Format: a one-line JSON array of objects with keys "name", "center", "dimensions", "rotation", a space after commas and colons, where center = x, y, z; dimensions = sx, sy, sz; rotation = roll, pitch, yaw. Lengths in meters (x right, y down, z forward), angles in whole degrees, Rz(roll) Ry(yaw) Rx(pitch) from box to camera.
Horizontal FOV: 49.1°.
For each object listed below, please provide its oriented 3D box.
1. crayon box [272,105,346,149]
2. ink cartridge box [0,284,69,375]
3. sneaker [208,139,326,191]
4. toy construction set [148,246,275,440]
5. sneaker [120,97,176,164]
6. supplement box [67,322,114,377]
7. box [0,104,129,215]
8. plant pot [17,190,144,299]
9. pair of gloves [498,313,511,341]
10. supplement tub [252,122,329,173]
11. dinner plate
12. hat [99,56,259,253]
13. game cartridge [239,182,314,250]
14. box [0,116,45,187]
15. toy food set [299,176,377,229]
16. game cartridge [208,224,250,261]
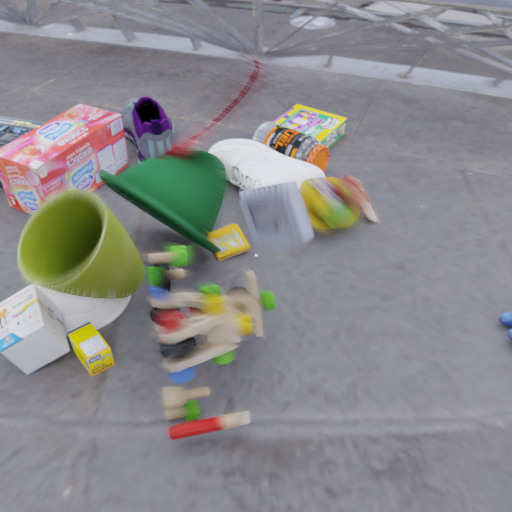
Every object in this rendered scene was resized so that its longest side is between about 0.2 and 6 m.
[{"name": "crayon box", "center": [1.190, -3.014, 13.602], "dimensions": [1.433, 0.484, 1.660], "rotation": [24, 45, 24]}, {"name": "ink cartridge box", "center": [-3.356, 1.079, 8.345], "dimensions": [0.723, 0.711, 0.983], "rotation": [-31, 45, -5]}, {"name": "sneaker", "center": [-0.065, -1.545, 11.446], "dimensions": [2.677, 0.986, 1.547], "rotation": [17, 40, 18]}, {"name": "toy construction set", "center": [-0.450, 1.133, 7.561], "dimensions": [1.765, 1.916, 2.297], "rotation": [-7, 78, -14]}, {"name": "sneaker", "center": [-2.493, -3.284, 13.161], "dimensions": [1.241, 1.460, 3.335], "rotation": [-15, 42, -17]}, {"name": "supplement box", "center": [-2.471, 1.388, 8.372], "dimensions": [0.382, 0.384, 0.702], "rotation": [-27, 46, -27]}, {"name": "box", "center": [-3.982, -2.016, 11.770], "dimensions": [1.211, 1.313, 2.558], "rotation": [19, 44, 21]}, {"name": "plant pot", "center": [-2.365, 0.033, 8.207], "dimensions": [1.446, 1.546, 1.446], "rotation": [-9, 64, 19]}, {"name": "pair of gloves", "center": [5.237, 1.445, 7.874], "dimensions": [2.666, 0.378, 3.316], "rotation": [-10, 31, -1]}, {"name": "supplement tub", "center": [0.750, -2.277, 12.330], "dimensions": [1.597, 0.978, 0.978], "rotation": [26, 46, 29]}, {"name": "dinner plate", "center": [-3.026, 0.633, 9.441], "dimensions": [1.807, 0.219, 1.807], "rotation": [1, 40, -1]}, {"name": "hat", "center": [-0.914, -1.687, 9.605], "dimensions": [2.895, 2.398, 2.548], "rotation": [27, 83, 45]}, {"name": "game cartridge", "center": [0.249, -0.498, 7.293], "dimensions": [0.259, 0.845, 1.269], "rotation": [-22, 12, -28]}, {"name": "box", "center": [-6.128, -2.479, 12.818], "dimensions": [2.563, 0.654, 2.021], "rotation": [10, 42, 13]}, {"name": "toy food set", "center": [1.610, -1.110, 10.549], "dimensions": [1.763, 0.576, 1.037], "rotation": [-8, 75, -30]}, {"name": "game cartridge", "center": [-0.530, -0.270, 10.469], "dimensions": [0.636, 0.117, 0.721], "rotation": [-22, 49, -10]}]
